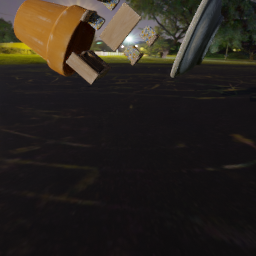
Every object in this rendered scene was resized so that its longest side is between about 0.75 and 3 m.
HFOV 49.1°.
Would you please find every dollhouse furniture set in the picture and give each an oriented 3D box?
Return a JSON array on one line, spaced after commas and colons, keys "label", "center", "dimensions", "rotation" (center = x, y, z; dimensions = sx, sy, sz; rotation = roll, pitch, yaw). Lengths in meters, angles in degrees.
[{"label": "dollhouse furniture set", "center": [-0.614, -2.678, 8.668], "dimensions": [2.156, 2.347, 1.527], "rotation": [41, 23, -3]}]

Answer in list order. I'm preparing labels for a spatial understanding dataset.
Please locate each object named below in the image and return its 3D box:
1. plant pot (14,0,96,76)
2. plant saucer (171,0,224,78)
[{"label": "plant pot", "center": [-2.639, -3.404, 9.943], "dimensions": [2.208, 2.412, 2.412], "rotation": [27, 19, 3]}, {"label": "plant saucer", "center": [1.800, -2.230, 6.890], "dimensions": [0.585, 2.331, 2.331], "rotation": [27, 21, 8]}]
